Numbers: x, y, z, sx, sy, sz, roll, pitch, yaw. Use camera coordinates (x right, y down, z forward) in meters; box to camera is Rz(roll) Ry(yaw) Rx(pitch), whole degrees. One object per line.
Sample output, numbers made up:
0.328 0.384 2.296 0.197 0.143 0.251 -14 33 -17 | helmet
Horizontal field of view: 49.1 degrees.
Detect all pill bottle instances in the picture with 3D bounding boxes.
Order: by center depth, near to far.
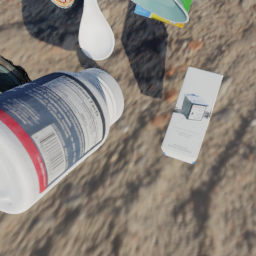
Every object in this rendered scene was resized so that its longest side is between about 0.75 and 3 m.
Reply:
-1.345 -0.050 5.029 1.723 1.723 2.882 31 38 14 | pill bottle

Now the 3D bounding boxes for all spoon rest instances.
-0.663 -2.207 5.694 0.805 1.620 0.491 5 18 18 | spoon rest

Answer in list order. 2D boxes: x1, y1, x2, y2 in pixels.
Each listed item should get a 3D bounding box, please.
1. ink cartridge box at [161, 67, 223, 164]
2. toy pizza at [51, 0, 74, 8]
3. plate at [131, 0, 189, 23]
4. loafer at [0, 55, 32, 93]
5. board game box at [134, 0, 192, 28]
1.403 -0.217 6.229 0.785 1.339 1.829 16 81 13 | ink cartridge box
-1.802 -3.880 7.477 0.199 1.257 1.257 0 60 31 | toy pizza
0.295 -2.858 5.664 2.293 2.293 0.293 34 102 15 | plate
-2.153 -0.904 5.278 0.674 1.877 0.590 10 71 3 | loafer
1.062 -3.814 8.194 1.716 1.313 0.346 33 28 35 | board game box
